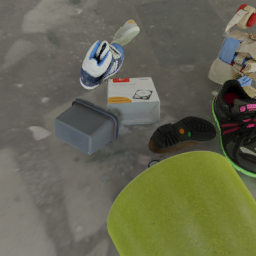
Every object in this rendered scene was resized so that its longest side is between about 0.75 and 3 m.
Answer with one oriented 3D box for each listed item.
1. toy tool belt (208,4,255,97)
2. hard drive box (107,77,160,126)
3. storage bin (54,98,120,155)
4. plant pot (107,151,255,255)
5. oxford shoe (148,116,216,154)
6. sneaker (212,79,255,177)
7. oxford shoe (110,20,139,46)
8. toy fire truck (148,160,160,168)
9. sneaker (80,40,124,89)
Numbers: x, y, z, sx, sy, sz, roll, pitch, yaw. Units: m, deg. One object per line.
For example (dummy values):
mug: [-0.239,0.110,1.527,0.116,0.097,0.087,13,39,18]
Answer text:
toy tool belt: [3.432,-2.071,7.935,1.481,2.411,1.505,36,52,23]
hard drive box: [0.090,-0.773,7.696,1.330,0.655,1.707,-3,30,-3]
storage bin: [-1.082,0.048,6.920,1.427,1.039,0.959,26,40,23]
plant pot: [1.303,2.193,4.187,2.567,2.567,2.743,-17,40,-12]
oxford shoe: [1.381,0.207,7.230,2.012,0.849,0.731,-8,65,-25]
sneaker: [2.900,-0.068,7.101,1.137,1.241,2.963,-11,51,-4]
oxford shoe: [-0.157,-3.119,9.374,0.600,1.595,0.461,-19,91,-31]
toy fire truck: [0.853,1.558,6.180,1.216,0.889,1.381,6,47,29]
sneaker: [-0.606,-2.191,8.442,0.851,1.547,2.113,39,62,-2]
